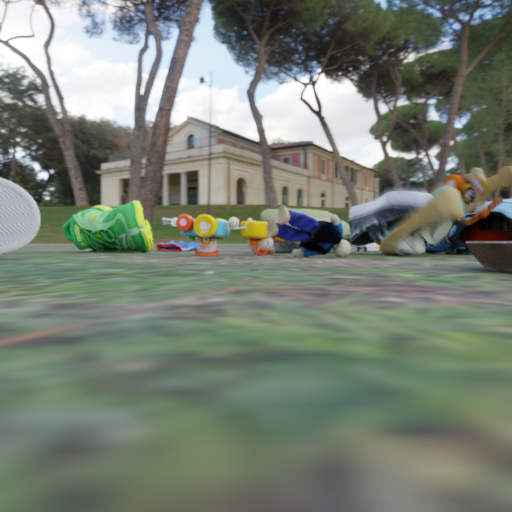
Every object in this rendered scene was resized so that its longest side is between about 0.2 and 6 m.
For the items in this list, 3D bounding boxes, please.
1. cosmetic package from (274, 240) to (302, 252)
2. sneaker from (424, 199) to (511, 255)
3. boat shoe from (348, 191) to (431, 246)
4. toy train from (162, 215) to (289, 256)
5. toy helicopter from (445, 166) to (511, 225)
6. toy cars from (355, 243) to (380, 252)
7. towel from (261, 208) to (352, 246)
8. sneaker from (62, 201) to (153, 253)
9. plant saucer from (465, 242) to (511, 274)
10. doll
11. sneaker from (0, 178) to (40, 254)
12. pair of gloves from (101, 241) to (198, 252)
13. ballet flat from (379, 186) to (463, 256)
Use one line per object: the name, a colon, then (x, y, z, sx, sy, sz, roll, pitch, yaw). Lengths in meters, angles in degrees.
cosmetic package: (0.826, -0.363, 12.215, 1.140, 0.589, 0.497, 1, -2, -20)
sneaker: (3.628, -0.546, 10.094, 2.856, 1.119, 1.284, -4, 7, 45)
boat shoe: (2.324, -0.566, 9.779, 0.864, 0.817, 2.409, 11, -8, -21)
toy train: (-0.374, -0.287, 9.573, 2.339, 0.650, 1.757, 2, -1, -22)
toy helicopter: (3.696, -1.038, 9.062, 0.528, 0.885, 1.338, 1, -14, -21)
toy cars: (2.687, -0.250, 13.091, 0.624, 0.308, 1.392, 0, 2, 26)
towel: (1.166, -0.568, 11.379, 1.904, 0.347, 1.413, -2, 27, -37)
sneaker: (-3.151, -0.467, 11.782, 1.274, 1.129, 3.048, -26, 17, -35)
plant saucer: (2.433, 0.007, 4.341, 1.525, 0.263, 1.525, 0, 2, 0)
doll: (0.794, -0.270, 7.980, 1.359, 0.329, 0.927, 18, -49, -30)
sneaker: (-4.499, -0.536, 7.319, 3.243, 1.195, 1.874, -2, 5, -16)
pair of gloves: (-2.602, -0.243, 13.648, 2.454, 0.280, 1.973, 1, 1, 6)
ballet flat: (2.474, -0.344, 8.549, 0.614, 0.564, 1.789, -2, -30, -23)
